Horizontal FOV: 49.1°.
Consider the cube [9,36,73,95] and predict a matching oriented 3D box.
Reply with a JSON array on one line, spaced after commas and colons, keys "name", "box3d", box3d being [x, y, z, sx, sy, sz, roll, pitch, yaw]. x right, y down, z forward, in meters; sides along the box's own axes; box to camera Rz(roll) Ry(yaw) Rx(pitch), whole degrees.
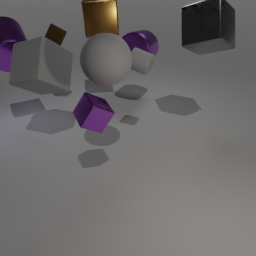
[{"name": "cube", "box3d": [-2.849, -1.990, 9.279, 1.400, 1.400, 1.400, -1, -9, 31]}]

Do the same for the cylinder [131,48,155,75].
[{"name": "cylinder", "box3d": [0.422, -2.158, 9.100, 0.700, 0.700, 0.700, 25, 35, 10]}]

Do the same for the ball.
[{"name": "ball", "box3d": [-0.591, -1.843, 7.586, 1.400, 1.400, 1.400, 0, 29, 0]}]

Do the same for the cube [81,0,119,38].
[{"name": "cube", "box3d": [-1.177, -4.689, 11.872, 1.400, 1.400, 1.400, -7, 27, -5]}]

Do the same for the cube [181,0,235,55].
[{"name": "cube", "box3d": [2.787, -3.453, 9.678, 1.400, 1.400, 1.400, 0, 0, 39]}]

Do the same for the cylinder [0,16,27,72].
[{"name": "cylinder", "box3d": [-4.270, -2.950, 9.935, 1.400, 1.400, 1.400, -16, 59, -27]}]

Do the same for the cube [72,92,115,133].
[{"name": "cube", "box3d": [-0.909, -0.397, 7.332, 0.700, 0.700, 0.700, 17, 26, -40]}]

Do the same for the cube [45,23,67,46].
[{"name": "cube", "box3d": [-3.035, -3.796, 11.598, 0.700, 0.700, 0.700, 24, 1, -23]}]

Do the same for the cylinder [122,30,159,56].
[{"name": "cylinder", "box3d": [0.481, -3.489, 12.191, 1.400, 1.400, 1.400, 11, 25, 19]}]
